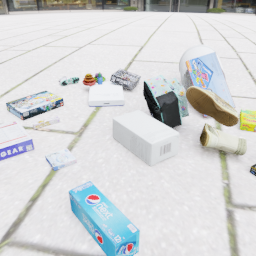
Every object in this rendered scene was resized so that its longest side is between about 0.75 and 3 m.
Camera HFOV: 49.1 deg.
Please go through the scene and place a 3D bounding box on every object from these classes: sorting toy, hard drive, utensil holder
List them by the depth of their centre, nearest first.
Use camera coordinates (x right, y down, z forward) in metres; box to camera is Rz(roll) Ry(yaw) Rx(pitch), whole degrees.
[{"bbox_3d":[3.880,-2.935,14.907,2.320,2.320,2.730,4,31,8],"label":"utensil holder"},{"bbox_3d":[-1.163,-1.862,14.936,1.776,0.341,2.692,-2,29,-4],"label":"hard drive"},{"bbox_3d":[-1.835,-2.848,15.655,0.967,0.661,1.610,17,32,29],"label":"sorting toy"}]

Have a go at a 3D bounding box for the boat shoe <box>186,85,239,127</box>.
[{"bbox_3d":[3.064,-0.863,10.231,2.216,0.812,0.694,35,44,-10],"label":"boat shoe"}]

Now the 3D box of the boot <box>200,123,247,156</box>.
[{"bbox_3d":[3.535,0.419,10.473,1.535,0.715,1.984,15,15,7],"label":"boot"}]

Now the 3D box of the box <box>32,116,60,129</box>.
[{"bbox_3d":[-3.536,-0.243,12.152,1.169,0.242,0.226,-17,34,-29],"label":"box"}]

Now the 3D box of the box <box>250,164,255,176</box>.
[{"bbox_3d":[4.697,1.477,9.041,0.908,0.281,1.137,-18,34,-26],"label":"box"}]

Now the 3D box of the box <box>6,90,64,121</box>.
[{"bbox_3d":[-4.476,-1.150,13.576,1.526,0.421,2.234,25,38,37],"label":"box"}]

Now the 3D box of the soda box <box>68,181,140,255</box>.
[{"bbox_3d":[-0.662,2.300,7.063,0.711,0.752,2.216,-20,35,-31],"label":"soda box"}]

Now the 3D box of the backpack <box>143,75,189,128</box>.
[{"bbox_3d":[1.537,-1.211,11.738,1.650,1.892,2.152,-28,41,-5],"label":"backpack"}]

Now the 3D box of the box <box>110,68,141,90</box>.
[{"bbox_3d":[-0.109,-2.837,16.084,1.382,0.436,1.753,22,27,5],"label":"box"}]

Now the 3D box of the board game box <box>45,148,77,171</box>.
[{"bbox_3d":[-2.355,1.089,9.821,0.833,0.182,0.837,-18,34,-29],"label":"board game box"}]

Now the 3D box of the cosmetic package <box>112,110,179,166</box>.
[{"bbox_3d":[0.592,0.275,10.491,1.361,0.979,2.412,-18,33,-30],"label":"cosmetic package"}]

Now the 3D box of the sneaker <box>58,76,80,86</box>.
[{"bbox_3d":[-3.554,-2.912,16.692,1.202,0.467,0.841,-17,34,-28],"label":"sneaker"}]

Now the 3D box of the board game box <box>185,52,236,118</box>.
[{"bbox_3d":[3.755,-2.005,12.888,1.442,2.801,0.272,-16,-11,5],"label":"board game box"}]

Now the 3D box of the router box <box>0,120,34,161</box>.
[{"bbox_3d":[-4.853,0.529,10.487,2.060,0.503,1.848,-19,34,-30],"label":"router box"}]

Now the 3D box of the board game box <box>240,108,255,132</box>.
[{"bbox_3d":[5.295,-0.358,12.209,0.758,0.355,1.491,12,31,15],"label":"board game box"}]
